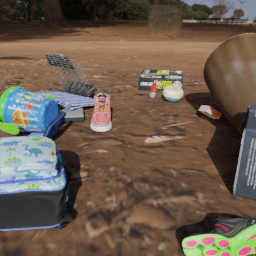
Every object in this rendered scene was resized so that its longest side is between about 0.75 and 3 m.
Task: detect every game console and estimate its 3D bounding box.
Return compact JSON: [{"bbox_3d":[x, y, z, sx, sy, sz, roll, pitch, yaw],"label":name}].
[{"bbox_3d":[-2.385,0.032,7.652,0.721,1.040,1.219,27,22,-4],"label":"game console"}]

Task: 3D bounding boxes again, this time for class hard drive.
[{"bbox_3d":[-2.187,-0.417,9.432,1.375,0.226,0.959,-3,21,-10],"label":"hard drive"}]

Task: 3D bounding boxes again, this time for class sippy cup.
[{"bbox_3d":[-2.746,-0.448,8.022,1.286,1.378,1.754,10,68,14],"label":"sippy cup"}]

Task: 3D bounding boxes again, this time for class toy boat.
[{"bbox_3d":[1.601,-1.450,11.736,1.401,0.651,1.178,14,28,14],"label":"toy boat"}]

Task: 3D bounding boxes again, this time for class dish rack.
[{"bbox_3d":[-2.297,-2.157,11.126,1.631,2.127,0.580,15,57,33],"label":"dish rack"}]

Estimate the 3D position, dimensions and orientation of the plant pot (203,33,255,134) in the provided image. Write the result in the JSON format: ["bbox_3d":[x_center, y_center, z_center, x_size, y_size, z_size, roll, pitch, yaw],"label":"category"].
[{"bbox_3d":[3.489,-0.955,7.877,2.355,2.355,2.519,1,47,3],"label":"plant pot"}]

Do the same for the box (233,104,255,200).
[{"bbox_3d":[3.480,0.555,5.291,2.549,1.365,1.892,10,23,22],"label":"box"}]

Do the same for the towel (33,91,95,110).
[{"bbox_3d":[-2.503,-1.084,10.925,2.722,0.325,1.971,15,16,31],"label":"towel"}]

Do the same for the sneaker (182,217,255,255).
[{"bbox_3d":[1.347,1.590,3.988,1.332,0.511,0.558,-2,4,-18],"label":"sneaker"}]

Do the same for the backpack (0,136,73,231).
[{"bbox_3d":[-1.787,0.813,4.809,1.553,1.247,1.698,-2,17,-15],"label":"backpack"}]

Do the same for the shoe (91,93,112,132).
[{"bbox_3d":[-0.859,-0.547,8.925,0.648,0.826,1.815,-1,21,-4],"label":"shoe"}]

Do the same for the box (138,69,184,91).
[{"bbox_3d":[1.719,-2.479,14.286,2.156,0.596,2.691,3,21,8],"label":"box"}]

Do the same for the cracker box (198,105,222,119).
[{"bbox_3d":[2.674,-0.518,9.154,0.515,0.222,0.769,29,4,-5],"label":"cracker box"}]
